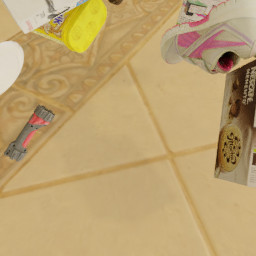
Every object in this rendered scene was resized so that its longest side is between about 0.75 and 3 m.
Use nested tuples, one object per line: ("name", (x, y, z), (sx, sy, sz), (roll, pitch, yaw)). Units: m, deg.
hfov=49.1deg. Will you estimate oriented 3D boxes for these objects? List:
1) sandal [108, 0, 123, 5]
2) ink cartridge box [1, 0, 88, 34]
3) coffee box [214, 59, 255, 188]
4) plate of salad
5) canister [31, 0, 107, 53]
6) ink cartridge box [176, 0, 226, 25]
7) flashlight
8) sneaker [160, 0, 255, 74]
("sandal", (-0.067, -3.946, 7.554), (0.696, 1.041, 2.549), (20, 30, -16))
("ink cartridge box", (-1.881, -3.142, 6.600), (1.979, 0.829, 1.436), (-32, 15, -7))
("coffee box", (2.493, -0.043, 5.458), (0.922, 1.306, 2.310), (9, 86, -8))
("plate of salad", (-2.538, -1.110, 5.382), (0.319, 1.329, 1.329), (36, 57, 6))
("canister", (-1.971, -3.363, 8.496), (2.206, 0.955, 1.638), (28, 82, 28))
("ink cartridge box", (2.252, -3.379, 7.692), (1.478, 2.041, 0.857), (18, 71, 3))
("flashlight", (-1.530, 0.093, 4.416), (0.320, 0.322, 0.946), (34, 95, 9))
("sneaker", (1.703, -1.724, 6.090), (1.136, 2.793, 1.232), (-11, 93, -28))
